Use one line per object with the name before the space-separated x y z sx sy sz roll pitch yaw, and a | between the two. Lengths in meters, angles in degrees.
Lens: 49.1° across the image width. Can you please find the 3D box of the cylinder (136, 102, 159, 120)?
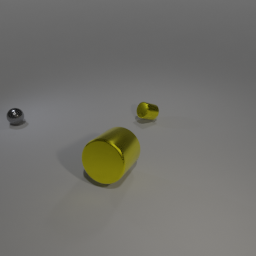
cylinder | 0.843 -0.720 11.961 0.700 0.700 0.700 8 19 -41

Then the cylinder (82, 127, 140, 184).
cylinder | -0.487 0.801 8.642 1.400 1.400 1.400 11 19 19

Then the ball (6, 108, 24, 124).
ball | -4.751 -0.498 11.821 0.700 0.700 0.700 0 30 0
